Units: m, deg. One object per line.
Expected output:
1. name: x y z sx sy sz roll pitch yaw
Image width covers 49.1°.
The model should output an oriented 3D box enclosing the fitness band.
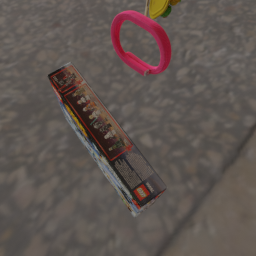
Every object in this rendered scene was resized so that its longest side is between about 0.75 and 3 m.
1. fitness band: 0.144 -1.111 3.695 0.187 0.719 1.001 -32 58 -31

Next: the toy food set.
1. toy food set: 0.819 -2.809 6.259 0.425 1.302 0.766 4 94 -20

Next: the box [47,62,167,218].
1. box: -0.323 0.248 4.015 0.414 1.422 2.076 -33 73 -14
